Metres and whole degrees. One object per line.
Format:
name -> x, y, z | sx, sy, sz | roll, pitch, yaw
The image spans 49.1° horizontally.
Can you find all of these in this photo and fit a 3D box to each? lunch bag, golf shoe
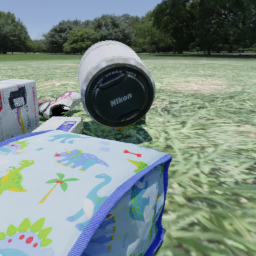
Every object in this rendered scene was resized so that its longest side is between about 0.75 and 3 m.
lunch bag -> -0.953, 1.051, 3.442 | 2.276, 1.706, 2.677 | 9, 9, 25
golf shoe -> -2.600, -0.837, 11.303 | 1.053, 0.830, 2.286 | 26, 34, 28

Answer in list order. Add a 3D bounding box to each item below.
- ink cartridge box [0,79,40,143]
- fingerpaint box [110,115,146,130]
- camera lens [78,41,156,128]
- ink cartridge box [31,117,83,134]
ink cartridge box -> -3.744, -0.503, 8.463 | 0.971, 1.709, 2.345 | 4, 18, 14
fingerpaint box -> -0.353, -0.502, 10.365 | 1.358, 0.597, 1.627 | -12, 20, -33
camera lens -> -0.448, -1.451, 8.803 | 2.161, 2.161, 2.702 | -3, 31, -11
ink cartridge box -> -2.168, 0.124, 8.616 | 1.118, 0.441, 2.249 | 2, 16, 5
